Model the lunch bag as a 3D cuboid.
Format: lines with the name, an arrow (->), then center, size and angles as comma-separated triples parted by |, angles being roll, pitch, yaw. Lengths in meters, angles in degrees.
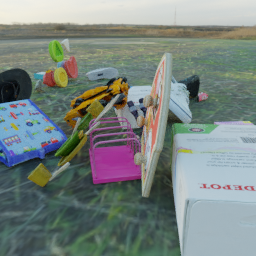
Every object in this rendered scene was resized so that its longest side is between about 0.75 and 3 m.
lunch bag -> -2.952, 0.170, 7.820 | 2.306, 1.084, 1.736 | 29, 32, 35

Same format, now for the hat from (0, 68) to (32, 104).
hat -> -4.442, -1.102, 10.565 | 2.326, 2.326, 0.938 | 7, -18, 18

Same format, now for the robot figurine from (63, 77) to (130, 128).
robot figurine -> -0.926, -0.866, 9.135 | 2.328, 0.678, 1.688 | -20, 33, 19

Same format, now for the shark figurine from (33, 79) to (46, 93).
shark figurine -> -4.297, -1.949, 13.797 | 0.545, 0.780, 1.306 | 21, -1, -15

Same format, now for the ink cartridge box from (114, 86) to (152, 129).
ink cartridge box -> 0.340, -0.811, 10.068 | 1.532, 0.898, 2.092 | -4, 27, -9

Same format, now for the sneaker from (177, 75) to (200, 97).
sneaker -> 2.343, -1.791, 12.442 | 1.097, 1.044, 2.768 | 13, 25, 34

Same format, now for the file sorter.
file sorter -> -0.362, 0.445, 6.870 | 1.138, 1.027, 1.637 | -5, 22, -10

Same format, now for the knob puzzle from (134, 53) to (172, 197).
knob puzzle -> 0.466, -0.304, 6.073 | 0.409, 2.947, 2.947 | 9, 22, -2

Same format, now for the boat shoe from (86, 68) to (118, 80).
boat shoe -> -1.522, -3.190, 16.472 | 1.872, 0.674, 0.615 | -16, 31, -17

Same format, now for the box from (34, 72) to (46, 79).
box -> -4.873, -3.059, 16.511 | 1.295, 0.318, 0.533 | 11, 25, 26

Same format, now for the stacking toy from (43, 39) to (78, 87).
stacking toy -> -3.835, -3.496, 15.127 | 1.100, 2.358, 2.604 | -6, 21, 16

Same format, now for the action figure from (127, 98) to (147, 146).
action figure -> 0.499, -0.109, 8.220 | 1.082, 0.577, 1.662 | -19, 59, 6

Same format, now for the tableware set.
tableware set -> -1.374, 0.207, 6.911 | 1.977, 0.450, 2.935 | -37, 16, 42

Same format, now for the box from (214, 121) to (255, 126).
box -> 2.626, 0.389, 7.009 | 0.902, 1.025, 0.496 | -1, 20, -1

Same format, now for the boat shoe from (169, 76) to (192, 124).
boat shoe -> 1.721, -1.241, 10.232 | 1.054, 0.957, 2.865 | 38, 16, -36

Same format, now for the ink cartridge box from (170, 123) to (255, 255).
ink cartridge box -> 1.944, 0.996, 5.233 | 2.129, 1.234, 2.940 | 2, 22, 4

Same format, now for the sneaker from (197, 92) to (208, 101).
sneaker -> 3.310, -1.388, 12.368 | 0.391, 0.332, 0.900 | 12, 25, 25
